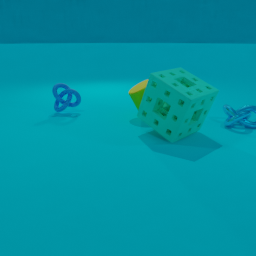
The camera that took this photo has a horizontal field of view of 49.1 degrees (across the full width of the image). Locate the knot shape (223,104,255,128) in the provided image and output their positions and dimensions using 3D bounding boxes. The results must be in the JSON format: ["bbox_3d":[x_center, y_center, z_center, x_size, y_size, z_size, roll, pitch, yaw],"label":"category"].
[{"bbox_3d":[3.504,-0.357,8.818,1.292,0.597,1.209,15,24,37],"label":"knot shape"}]

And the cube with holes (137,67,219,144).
[{"bbox_3d":[1.361,-0.684,7.839,1.386,1.386,1.386,-20,49,-42],"label":"cube with holes"}]

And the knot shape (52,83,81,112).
[{"bbox_3d":[-2.330,-1.175,10.213,1.102,1.031,0.509,-27,-6,2],"label":"knot shape"}]

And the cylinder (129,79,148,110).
[{"bbox_3d":[0.672,-1.021,9.584,0.993,0.993,0.993,-27,20,11],"label":"cylinder"}]
